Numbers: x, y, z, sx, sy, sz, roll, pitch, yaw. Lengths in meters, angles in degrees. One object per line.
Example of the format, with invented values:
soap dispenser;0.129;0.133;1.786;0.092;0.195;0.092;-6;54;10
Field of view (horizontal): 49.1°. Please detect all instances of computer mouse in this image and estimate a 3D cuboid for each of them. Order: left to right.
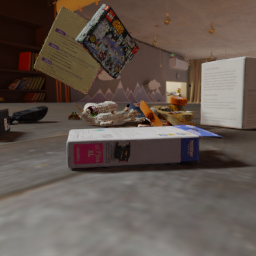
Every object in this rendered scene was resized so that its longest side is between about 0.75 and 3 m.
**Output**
computer mouse;-4.250;-0.446;11.621;2.008;0.529;1.390;-19;19;-35

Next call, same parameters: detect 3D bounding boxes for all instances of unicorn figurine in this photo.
unicorn figurine;-0.731;-0.384;10.144;2.170;0.801;1.491;13;-12;-32

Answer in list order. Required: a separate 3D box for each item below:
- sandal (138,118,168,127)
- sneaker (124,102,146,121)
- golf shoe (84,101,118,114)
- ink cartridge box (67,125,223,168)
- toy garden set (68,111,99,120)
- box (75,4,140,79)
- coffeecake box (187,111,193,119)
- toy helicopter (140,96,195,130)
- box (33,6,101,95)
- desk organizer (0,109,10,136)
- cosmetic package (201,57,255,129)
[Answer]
sandal;0.874;-0.229;9.763;0.534;0.399;1.394;6;9;44
sneaker;0.440;-0.763;12.590;0.738;0.832;1.969;-4;8;-34
golf shoe;-1.644;-1.122;16.774;2.075;0.781;0.950;-6;15;6
ink cartridge box;0.195;0.272;4.910;2.438;0.512;1.455;-4;7;-9
toy garden set;-2.011;-0.641;13.554;1.537;0.368;1.843;0;6;-4
box;-0.535;-2.483;8.323;0.376;1.292;1.887;36;-2;36
coffeecake box;2.644;-0.647;13.722;0.722;0.344;0.941;-2;7;-18
toy helicopter;1.329;-0.355;8.863;1.656;0.988;2.504;4;17;-12
box;-2.165;-3.124;11.652;2.361;2.685;1.298;26;7;-10
desk organizer;-3.854;-0.128;7.651;0.748;0.697;1.943;-4;7;-10
cosmetic package;3.926;-1.206;9.914;1.906;2.291;1.917;-4;7;-29
